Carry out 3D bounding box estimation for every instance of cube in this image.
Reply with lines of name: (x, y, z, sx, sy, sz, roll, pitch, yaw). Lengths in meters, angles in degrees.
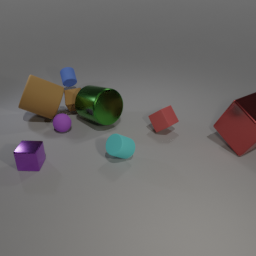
cube: (1.338, -0.343, 10.534, 0.700, 0.700, 0.700, -28, -3, 43)
cube: (-2.240, -1.192, 11.829, 0.700, 0.700, 0.700, -9, 71, 1)
cube: (-3.065, 0.868, 8.790, 0.700, 0.700, 0.700, 1, 30, 2)
cube: (4.067, -0.151, 9.393, 1.400, 1.400, 1.400, -19, 62, -30)

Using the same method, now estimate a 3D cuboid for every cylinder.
cylinder: (-1.139, -0.916, 10.972, 1.400, 1.400, 1.400, -23, 26, -34)
cylinder: (-2.904, -2.487, 13.665, 0.700, 0.700, 0.700, -11, 68, -18)
cylinder: (-3.458, -1.225, 11.197, 1.400, 1.400, 1.400, 20, 24, -21)
cylinder: (-0.238, 0.588, 8.948, 0.700, 0.700, 0.700, 28, 4, 39)

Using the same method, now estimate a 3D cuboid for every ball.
ball: (-2.505, -0.198, 10.651, 0.700, 0.700, 0.700, 0, 30, 0)
